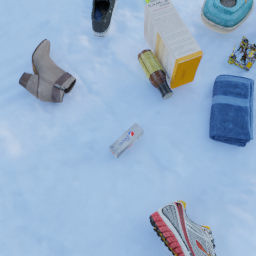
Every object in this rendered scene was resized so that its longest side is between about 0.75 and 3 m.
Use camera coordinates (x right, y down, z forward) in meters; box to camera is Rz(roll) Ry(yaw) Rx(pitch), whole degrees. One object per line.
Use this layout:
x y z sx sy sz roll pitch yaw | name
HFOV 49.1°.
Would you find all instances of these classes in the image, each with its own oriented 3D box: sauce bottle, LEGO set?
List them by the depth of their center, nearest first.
0.927 -1.791 9.392 0.609 0.609 1.846 -21 70 -9 | sauce bottle
4.153 -2.670 9.648 1.345 0.779 1.034 -43 73 -16 | LEGO set

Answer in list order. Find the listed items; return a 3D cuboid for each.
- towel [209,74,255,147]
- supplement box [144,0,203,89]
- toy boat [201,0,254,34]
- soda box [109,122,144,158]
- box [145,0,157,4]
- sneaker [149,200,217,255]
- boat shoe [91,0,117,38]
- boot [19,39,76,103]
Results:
3.310 -0.633 8.909 1.299 0.565 2.327 11 68 5 | towel
1.402 -2.784 9.270 0.910 1.559 2.474 -21 70 -7 | supplement box
4.196 -4.319 10.047 2.845 1.322 2.391 28 69 11 | toy boat
-0.041 0.381 8.575 1.158 0.395 0.367 -42 73 -16 | soda box
0.927 -5.569 11.104 0.874 0.342 1.434 -19 68 -8 | box
1.853 3.100 7.034 1.203 1.139 2.927 -34 72 -14 | sneaker
-0.896 -4.644 10.491 0.909 0.750 2.649 3 67 1 | boat shoe
-2.514 -1.858 9.401 1.622 0.779 2.218 20 70 1 | boot
